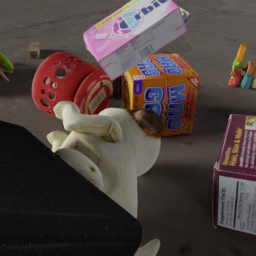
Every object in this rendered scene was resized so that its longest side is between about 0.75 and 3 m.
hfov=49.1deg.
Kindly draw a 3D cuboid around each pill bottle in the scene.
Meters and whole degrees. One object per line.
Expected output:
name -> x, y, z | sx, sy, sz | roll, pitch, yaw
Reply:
pill bottle -> -2.026, -1.324, 8.974 | 1.088, 0.615, 0.615 | 6, 34, 10

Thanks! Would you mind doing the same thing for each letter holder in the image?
letter holder -> -0.542, -1.679, 9.384 | 1.550, 0.780, 1.102 | 25, 39, 33

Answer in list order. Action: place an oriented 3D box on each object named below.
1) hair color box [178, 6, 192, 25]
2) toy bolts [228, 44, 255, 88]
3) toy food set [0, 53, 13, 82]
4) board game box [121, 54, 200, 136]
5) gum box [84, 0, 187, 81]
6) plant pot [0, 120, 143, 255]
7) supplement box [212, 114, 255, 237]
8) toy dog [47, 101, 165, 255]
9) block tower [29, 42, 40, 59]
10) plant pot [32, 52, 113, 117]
hair color box -> 1.637, -3.785, 9.447 | 0.499, 0.306, 1.008 | -42, 52, 7
toy bolts -> 4.151, -2.022, 9.602 | 0.993, 1.367, 1.431 | 16, 54, 13
toy food set -> -4.862, -2.740, 10.337 | 0.472, 1.625, 2.354 | -36, 42, -8
board game box -> 0.737, -0.890, 7.397 | 1.610, 1.610, 1.611 | -6, 34, -9
gum box -> 0.069, -1.957, 5.832 | 1.942, 0.642, 1.102 | -32, 52, 6
plant pot -> -1.989, 1.183, 2.501 | 2.680, 2.377, 2.674 | 29, 86, 38
supplement box -> 2.958, 0.865, 4.587 | 2.777, 1.433, 1.818 | 7, 34, 25
toy dog -> -0.379, 0.612, 4.880 | 2.764, 1.989, 2.851 | 24, 39, 12
block tower -> -4.157, -3.472, 12.467 | 0.390, 0.364, 1.350 | -5, 33, -10
plant pot -> -1.375, -0.953, 7.497 | 1.588, 1.744, 1.744 | 27, 41, 20
